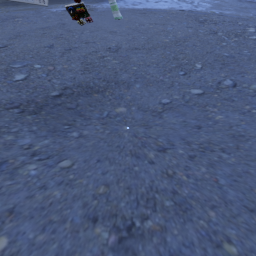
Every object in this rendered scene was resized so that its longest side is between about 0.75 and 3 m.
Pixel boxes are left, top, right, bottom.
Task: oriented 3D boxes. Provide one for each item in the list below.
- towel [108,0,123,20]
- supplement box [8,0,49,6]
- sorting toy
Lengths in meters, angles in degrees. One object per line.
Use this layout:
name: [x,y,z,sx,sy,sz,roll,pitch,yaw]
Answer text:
towel: [-0.370,-3.328,7.489,0.129,0.840,0.626,-24,26,-8]
supplement box: [-3.102,-3.878,7.445,1.991,0.732,1.255,2,34,-16]
sorting toy: [-1.631,-3.748,9.212,0.644,1.336,0.226,-5,72,13]
